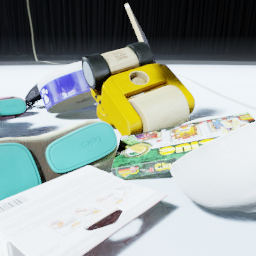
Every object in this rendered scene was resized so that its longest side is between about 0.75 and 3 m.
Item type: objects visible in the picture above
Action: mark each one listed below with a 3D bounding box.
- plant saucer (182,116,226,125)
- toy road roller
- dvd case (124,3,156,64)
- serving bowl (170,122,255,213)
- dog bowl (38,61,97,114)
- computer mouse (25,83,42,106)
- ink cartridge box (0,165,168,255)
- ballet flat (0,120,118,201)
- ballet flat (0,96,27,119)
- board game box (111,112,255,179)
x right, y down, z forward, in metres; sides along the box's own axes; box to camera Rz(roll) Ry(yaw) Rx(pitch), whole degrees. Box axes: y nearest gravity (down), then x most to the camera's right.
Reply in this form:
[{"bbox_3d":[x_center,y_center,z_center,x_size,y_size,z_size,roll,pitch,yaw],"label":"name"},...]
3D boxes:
[{"bbox_3d":[1.587,0.291,5.310,1.718,0.431,1.718,-13,22,6],"label":"plant saucer"},{"bbox_3d":[0.104,-0.628,6.924,1.697,2.016,2.761,-22,58,-22],"label":"toy road roller"},{"bbox_3d":[0.578,-3.364,10.705,0.192,2.406,1.789,-25,-32,13],"label":"dvd case"},{"bbox_3d":[1.707,0.466,3.253,2.325,0.765,2.325,-15,-18,-5],"label":"serving bowl"},{"bbox_3d":[-1.510,-1.190,8.464,2.198,0.866,2.198,-19,-4,-1],"label":"dog bowl"},{"bbox_3d":[-3.064,-1.241,9.472,1.708,0.450,1.183,-26,-1,16],"label":"computer mouse"},{"bbox_3d":[-0.606,1.017,3.265,1.478,0.375,1.677,13,21,40],"label":"ink cartridge box"},{"bbox_3d":[-1.427,0.577,4.137,1.032,1.032,2.972,16,21,43],"label":"ballet flat"},{"bbox_3d":[-4.169,-0.511,8.060,0.869,0.844,2.441,-10,0,43],"label":"ballet flat"},{"bbox_3d":[0.997,0.275,4.815,2.458,0.288,1.288,-12,23,10],"label":"board game box"}]
